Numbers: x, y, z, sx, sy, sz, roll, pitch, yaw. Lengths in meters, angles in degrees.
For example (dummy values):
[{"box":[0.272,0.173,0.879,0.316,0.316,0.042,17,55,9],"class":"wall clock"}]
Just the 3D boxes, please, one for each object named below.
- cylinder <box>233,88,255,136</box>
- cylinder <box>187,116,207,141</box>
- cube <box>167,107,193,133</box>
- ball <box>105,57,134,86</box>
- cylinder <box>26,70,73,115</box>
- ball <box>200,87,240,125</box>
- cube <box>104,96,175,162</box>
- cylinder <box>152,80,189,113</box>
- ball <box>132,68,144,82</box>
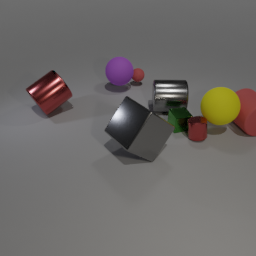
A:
[{"box":[4.736,-0.624,10.795,1.400,1.400,1.400,-7,33,-12],"class":"cylinder"},{"box":[2.556,0.016,10.310,0.700,0.700,0.700,-8,26,4],"class":"cylinder"},{"box":[2.013,-0.317,10.922,0.700,0.700,0.700,-9,38,-15],"class":"cube"},{"box":[-0.421,-2.798,13.824,1.400,1.400,1.400,0,31,0],"class":"ball"},{"box":[-3.318,-1.490,11.848,1.400,1.400,1.400,-40,43,-12],"class":"cylinder"},{"box":[3.393,-0.805,10.333,1.400,1.400,1.400,0,31,0],"class":"ball"},{"box":[0.378,0.036,9.195,1.400,1.400,1.400,28,7,-44],"class":"cube"},{"box":[1.779,-1.366,12.040,1.400,1.400,1.400,1,31,1],"class":"cylinder"},{"box":[0.511,-2.768,14.623,0.700,0.700,0.700,0,31,0],"class":"ball"}]
